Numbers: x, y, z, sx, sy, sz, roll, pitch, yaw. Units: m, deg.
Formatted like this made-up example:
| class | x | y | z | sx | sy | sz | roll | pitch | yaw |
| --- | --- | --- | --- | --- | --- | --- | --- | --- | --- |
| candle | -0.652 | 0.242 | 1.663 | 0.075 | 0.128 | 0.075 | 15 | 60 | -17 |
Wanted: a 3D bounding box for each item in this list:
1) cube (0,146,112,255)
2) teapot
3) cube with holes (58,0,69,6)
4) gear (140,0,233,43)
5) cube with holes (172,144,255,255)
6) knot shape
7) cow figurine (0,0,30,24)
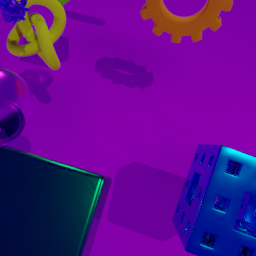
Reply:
| class | x | y | z | sx | sy | sz | roll | pitch | yaw |
| --- | --- | --- | --- | --- | --- | --- | --- | --- | --- |
| cube | -1.060 | 1.108 | 3.743 | 1.315 | 1.315 | 1.315 | 16 | 80 | 4 |
| teapot | -1.728 | -0.169 | 3.571 | 1.040 | 1.673 | 0.819 | -5 | 41 | -22 |
| cube with holes | -1.507 | -3.424 | 5.822 | 1.075 | 1.075 | 1.075 | -25 | 53 | 25 |
| gear | 1.084 | -2.525 | 5.373 | 1.754 | 1.754 | 0.324 | 11 | 45 | 7 |
| cube with holes | 1.503 | 1.049 | 3.837 | 1.299 | 1.299 | 1.299 | 20 | 88 | 3 |
| knot shape | -1.831 | -1.862 | 5.817 | 0.709 | 1.534 | 1.435 | -31 | 92 | -52 |
| cow figurine | -2.103 | -2.111 | 4.473 | 0.921 | 0.936 | 0.514 | 19 | 74 | 4 |
